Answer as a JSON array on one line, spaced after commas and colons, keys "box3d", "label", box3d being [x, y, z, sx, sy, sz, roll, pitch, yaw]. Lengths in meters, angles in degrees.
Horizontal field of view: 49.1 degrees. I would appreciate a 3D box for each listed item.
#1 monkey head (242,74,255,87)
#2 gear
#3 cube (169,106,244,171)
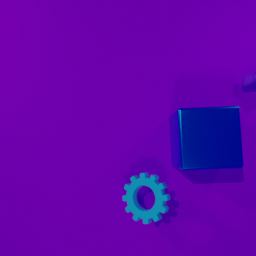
[{"box3d": [3.378, -1.208, 7.096, 0.831, 0.696, 1.155, -12, 73, 33], "label": "monkey head"}, {"box3d": [0.404, 1.586, 6.368, 1.094, 0.202, 1.094, -4, 82, 29], "label": "gear"}, {"box3d": [1.741, 0.260, 6.531, 1.325, 1.325, 1.325, -2, 85, 0], "label": "cube"}]
